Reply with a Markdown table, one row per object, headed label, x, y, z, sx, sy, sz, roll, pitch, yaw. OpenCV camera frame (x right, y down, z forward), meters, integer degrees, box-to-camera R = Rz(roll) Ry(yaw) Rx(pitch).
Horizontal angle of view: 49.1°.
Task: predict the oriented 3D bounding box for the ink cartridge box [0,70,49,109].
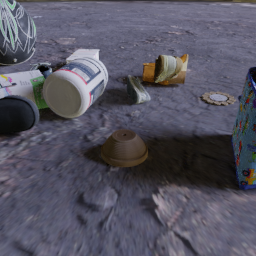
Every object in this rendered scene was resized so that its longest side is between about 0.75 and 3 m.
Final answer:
| label | x | y | z | sx | sy | sz | roll | pitch | yaw |
| --- | --- | --- | --- | --- | --- | --- | --- | --- | --- |
| ink cartridge box | -3.479 | -1.064 | 8.409 | 1.950 | 0.819 | 1.412 | -13 | 32 | -23 |

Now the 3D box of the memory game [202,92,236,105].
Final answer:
| label | x | y | z | sx | sy | sz | roll | pitch | yaw |
| --- | --- | --- | --- | --- | --- | --- | --- | --- | --- |
| memory game | 2.906 | -0.953 | 9.000 | 1.056 | 0.067 | 1.056 | 0 | 30 | 0 |

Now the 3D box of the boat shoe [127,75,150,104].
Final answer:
| label | x | y | z | sx | sy | sz | roll | pitch | yaw |
| --- | --- | --- | --- | --- | --- | --- | --- | --- | --- |
| boat shoe | 0.286 | -1.270 | 9.121 | 0.484 | 0.557 | 1.510 | -2 | 32 | -16 |

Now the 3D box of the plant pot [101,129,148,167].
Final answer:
| label | x | y | z | sx | sy | sz | roll | pitch | yaw |
| --- | --- | --- | --- | --- | --- | --- | --- | --- | --- |
| plant pot | -0.078 | 0.360 | 6.200 | 1.065 | 0.492 | 1.065 | 1 | 30 | 0 |

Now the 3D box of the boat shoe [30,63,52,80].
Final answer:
| label | x | y | z | sx | sy | sz | roll | pitch | yaw |
| --- | --- | --- | --- | --- | --- | --- | --- | --- | --- |
| boat shoe | -3.186 | -2.059 | 10.361 | 0.790 | 0.653 | 2.111 | -19 | 31 | -14 |

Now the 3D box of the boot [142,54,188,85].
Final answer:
| label | x | y | z | sx | sy | sz | roll | pitch | yaw |
| --- | --- | --- | --- | --- | --- | --- | --- | --- | --- |
| boot | 1.414 | -2.353 | 10.722 | 1.652 | 0.812 | 2.307 | 9 | 35 | 10 |

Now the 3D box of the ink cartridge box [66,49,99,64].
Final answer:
| label | x | y | z | sx | sy | sz | roll | pitch | yaw |
| --- | --- | --- | --- | --- | --- | --- | --- | --- | --- |
| ink cartridge box | -1.842 | -2.853 | 11.877 | 1.032 | 0.598 | 1.771 | 4 | 31 | 7 |

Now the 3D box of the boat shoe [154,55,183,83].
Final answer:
| label | x | y | z | sx | sy | sz | roll | pitch | yaw |
| --- | --- | --- | --- | --- | --- | --- | --- | --- | --- |
| boat shoe | 1.204 | -1.784 | 8.632 | 0.727 | 0.810 | 2.190 | 3 | 9 | 0 |

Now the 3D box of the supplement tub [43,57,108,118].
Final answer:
| label | x | y | z | sx | sy | sz | roll | pitch | yaw |
| --- | --- | --- | --- | --- | --- | --- | --- | --- | --- |
| supplement tub | -1.461 | -1.263 | 8.224 | 1.353 | 1.353 | 1.928 | 8 | 30 | 14 |

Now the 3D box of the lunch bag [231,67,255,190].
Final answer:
| label | x | y | z | sx | sy | sz | roll | pitch | yaw |
| --- | --- | --- | --- | --- | --- | --- | --- | --- | --- |
| lunch bag | 2.662 | -0.152 | 5.798 | 1.101 | 1.762 | 2.340 | 2 | 29 | 2 |

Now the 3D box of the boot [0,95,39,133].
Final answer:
| label | x | y | z | sx | sy | sz | roll | pitch | yaw |
| --- | --- | --- | --- | --- | --- | --- | --- | --- | --- |
| boot | -3.677 | 0.180 | 5.979 | 2.375 | 0.946 | 2.882 | -1 | 23 | 22 |

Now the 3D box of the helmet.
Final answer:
| label | x | y | z | sx | sy | sz | roll | pitch | yaw |
| --- | --- | --- | --- | --- | --- | --- | --- | --- | --- |
| helmet | -5.469 | -4.254 | 12.461 | 2.913 | 2.913 | 2.778 | -16 | 16 | -26 |
